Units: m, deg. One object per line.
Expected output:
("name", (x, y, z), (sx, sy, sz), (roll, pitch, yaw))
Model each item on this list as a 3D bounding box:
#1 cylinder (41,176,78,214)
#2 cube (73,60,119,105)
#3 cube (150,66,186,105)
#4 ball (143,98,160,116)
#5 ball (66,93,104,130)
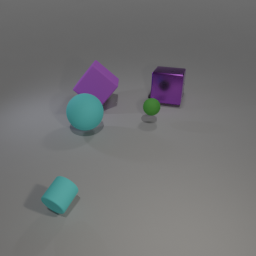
("cylinder", (-1.761, 1.733, 7.266), (0.700, 0.700, 0.700), (14, 50, 22))
("cube", (-1.383, -1.947, 12.464), (1.400, 1.400, 1.400), (38, 17, -14))
("cube", (1.891, -2.017, 13.128), (1.400, 1.400, 1.400), (8, 26, 13))
("ball", (0.949, -0.844, 11.225), (0.700, 0.700, 0.700), (0, 31, 0))
("ball", (-1.627, -0.605, 10.608), (1.400, 1.400, 1.400), (0, 31, 0))
